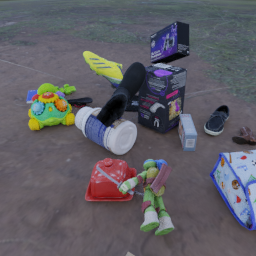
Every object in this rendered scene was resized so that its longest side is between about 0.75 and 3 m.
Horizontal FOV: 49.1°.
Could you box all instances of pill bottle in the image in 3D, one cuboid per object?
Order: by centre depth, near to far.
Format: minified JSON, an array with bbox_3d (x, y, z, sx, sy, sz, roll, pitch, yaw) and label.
[{"bbox_3d":[-0.862,-0.005,10.068,2.203,1.223,1.223,25,40,35],"label":"pill bottle"}]

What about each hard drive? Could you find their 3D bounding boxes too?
[{"bbox_3d":[-4.464,-1.544,13.564,0.773,0.149,1.171,-7,33,-11],"label":"hard drive"}]

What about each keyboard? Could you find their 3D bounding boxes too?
[{"bbox_3d":[0.380,-1.089,12.794,2.124,0.421,1.105,4,55,4],"label":"keyboard"}]

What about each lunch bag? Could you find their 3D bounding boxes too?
[{"bbox_3d":[3.548,1.608,7.478,1.807,1.316,2.126,-5,42,-10],"label":"lunch bag"}]

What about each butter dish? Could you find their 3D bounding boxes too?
[{"bbox_3d":[-0.517,1.328,8.052,1.395,1.031,1.391,-2,32,9],"label":"butter dish"}]

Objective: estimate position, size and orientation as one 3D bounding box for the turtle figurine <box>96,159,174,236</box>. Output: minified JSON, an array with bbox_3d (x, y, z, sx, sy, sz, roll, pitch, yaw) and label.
[{"bbox_3d":[0.339,1.839,7.296,1.926,1.386,1.867,-13,49,0],"label":"turtle figurine"}]

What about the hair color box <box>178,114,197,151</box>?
[{"bbox_3d":[2.171,0.140,10.328,0.440,0.718,1.450,1,32,1],"label":"hair color box"}]

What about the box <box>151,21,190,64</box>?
[{"bbox_3d":[1.616,-3.284,11.038,0.676,1.209,1.713,4,-4,-30],"label":"box"}]

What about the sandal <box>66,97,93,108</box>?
[{"bbox_3d":[-2.251,-1.139,12.827,1.543,0.348,0.580,-2,23,25],"label":"sandal"}]

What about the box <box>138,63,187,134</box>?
[{"bbox_3d":[1.289,-1.171,10.814,1.412,2.311,1.226,25,36,38],"label":"box"}]

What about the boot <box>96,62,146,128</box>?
[{"bbox_3d":[-0.134,-1.185,9.140,0.795,1.996,2.421,29,17,2],"label":"boot"}]

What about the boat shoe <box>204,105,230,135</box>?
[{"bbox_3d":[3.592,-0.344,11.220,0.737,0.615,1.975,21,39,26],"label":"boat shoe"}]

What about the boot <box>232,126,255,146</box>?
[{"bbox_3d":[4.305,0.228,10.560,0.935,0.322,1.004,15,36,-1],"label":"boot"}]

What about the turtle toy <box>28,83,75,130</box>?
[{"bbox_3d":[-3.243,-0.958,11.567,1.820,1.262,2.497,-10,33,-15],"label":"turtle toy"}]

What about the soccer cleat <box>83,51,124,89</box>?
[{"bbox_3d":[-0.882,-2.793,13.149,2.695,1.127,0.871,39,22,-15],"label":"soccer cleat"}]

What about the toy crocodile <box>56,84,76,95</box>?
[{"bbox_3d":[-3.236,-1.812,13.790,1.372,0.424,0.463,-17,76,-27],"label":"toy crocodile"}]

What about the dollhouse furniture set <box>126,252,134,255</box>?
[{"bbox_3d":[-0.108,3.521,5.337,1.602,0.917,1.878,20,61,31],"label":"dollhouse furniture set"}]
